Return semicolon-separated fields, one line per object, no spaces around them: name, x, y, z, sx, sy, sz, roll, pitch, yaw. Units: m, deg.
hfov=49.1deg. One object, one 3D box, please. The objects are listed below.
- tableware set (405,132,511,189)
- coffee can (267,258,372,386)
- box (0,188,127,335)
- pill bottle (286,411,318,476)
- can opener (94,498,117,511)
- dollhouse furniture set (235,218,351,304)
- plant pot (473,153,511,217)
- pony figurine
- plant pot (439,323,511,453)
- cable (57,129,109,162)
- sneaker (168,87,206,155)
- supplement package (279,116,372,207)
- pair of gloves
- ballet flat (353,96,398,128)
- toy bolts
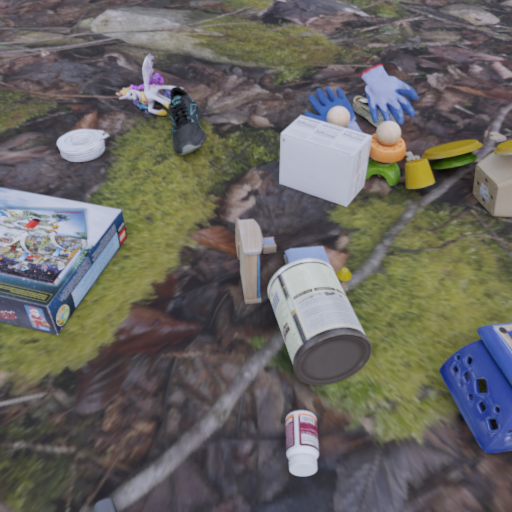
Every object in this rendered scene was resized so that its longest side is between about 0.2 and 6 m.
tableware set;5.252;-2.154;11.824;4.215;0.647;2.839;-11;15;15
coffee can;0.953;1.013;8.840;1.206;1.206;1.647;-9;43;-10
box;-4.823;-0.133;10.444;3.948;0.744;2.696;11;43;12
pill bottle;0.631;2.574;7.699;0.444;0.444;0.778;1;43;1
can opener;-1.726;3.650;6.542;0.515;0.411;1.541;-17;44;-19
dollhouse furniture set;0.638;-0.159;10.120;1.898;1.239;1.792;-5;43;-6
plant pot;5.290;-1.532;11.724;1.115;1.260;1.258;-17;44;-4
pony figurine;-2.804;-4.447;15.055;1.558;1.297;1.504;18;53;-2
plant pot;3.677;1.721;7.796;1.434;1.289;1.434;-1;44;-19
cable;-4.220;-2.677;13.541;1.087;0.376;1.087;15;46;17
sneaker;-1.820;-3.301;13.690;0.889;0.935;2.358;-24;40;9
supplement package;1.460;-2.061;12.143;1.698;1.323;0.942;23;47;23
pair of gloves;2.642;-3.866;14.424;2.737;0.312;2.201;-23;54;3
ballet flat;3.102;-3.724;14.579;0.557;0.557;1.603;-26;48;-26
toy bolts;2.496;-2.777;12.885;2.002;1.389;1.913;13;44;14
